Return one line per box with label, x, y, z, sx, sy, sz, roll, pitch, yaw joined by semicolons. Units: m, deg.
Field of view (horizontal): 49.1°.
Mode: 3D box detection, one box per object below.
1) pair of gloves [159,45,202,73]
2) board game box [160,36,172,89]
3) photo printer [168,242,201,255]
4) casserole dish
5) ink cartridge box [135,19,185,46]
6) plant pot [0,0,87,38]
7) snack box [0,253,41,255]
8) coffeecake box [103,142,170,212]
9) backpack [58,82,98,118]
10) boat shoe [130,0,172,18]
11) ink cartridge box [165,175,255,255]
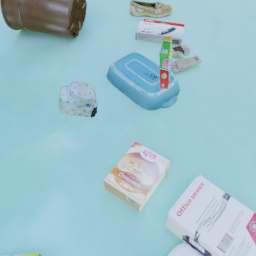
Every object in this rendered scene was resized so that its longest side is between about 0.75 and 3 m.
pair of gloves;1.955;-2.661;10.635;1.198;0.247;1.409;-21;51;-11
board game box;0.901;-1.550;6.660;0.199;0.987;0.756;6;51;12
photo printer;1.317;3.085;6.113;0.840;0.350;1.009;-35;57;-27
casserole dish;0.520;-1.769;9.772;1.750;0.561;2.889;-36;61;-24
ink cartridge box;1.401;-4.164;11.707;1.882;0.410;1.634;11;54;8
plant pot;-3.129;-4.840;11.034;2.556;2.582;2.582;17;54;4
snack box;-3.010;3.532;5.609;2.393;0.634;1.702;-2;52;-2
coffeecake box;0.252;1.248;7.438;1.131;0.538;1.474;29;58;20
backpack;-1.198;-0.680;6.640;0.900;0.690;0.791;-2;48;-15
boat shoe;1.043;-5.401;12.530;1.902;0.598;0.694;3;52;2
ink cartridge box;2.017;2.250;6.493;1.902;0.802;1.377;35;60;24
